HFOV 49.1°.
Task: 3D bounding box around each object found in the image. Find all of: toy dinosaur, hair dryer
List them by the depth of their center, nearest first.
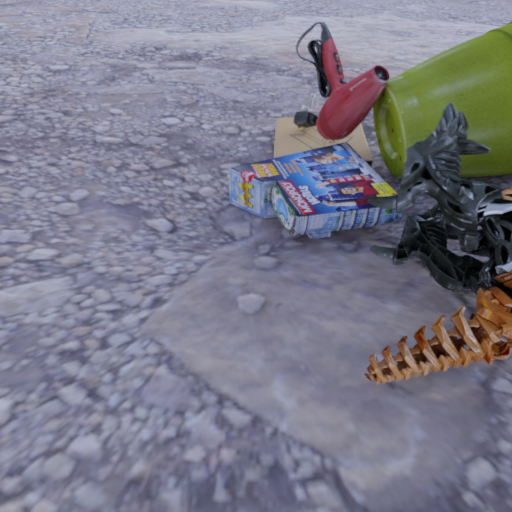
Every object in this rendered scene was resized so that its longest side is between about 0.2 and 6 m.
[{"bbox_3d":[3.431,-0.138,7.463,5.006,2.557,3.398,-20,48,-34],"label":"toy dinosaur"},{"bbox_3d":[1.550,-3.561,11.501,0.828,2.322,3.049,-13,25,-28],"label":"hair dryer"}]

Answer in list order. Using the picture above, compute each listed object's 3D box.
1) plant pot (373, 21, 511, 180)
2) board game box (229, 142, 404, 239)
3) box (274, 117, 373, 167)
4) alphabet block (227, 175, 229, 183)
[{"bbox_3d":[4.015,-2.801,11.187,2.944,3.057,3.057,-14,36,0],"label":"plant pot"},{"bbox_3d":[0.913,-1.112,10.207,2.600,0.802,2.602,-8,36,-12],"label":"board game box"},{"bbox_3d":[1.460,-2.609,12.758,2.067,0.269,2.529,-1,34,4],"label":"box"},{"bbox_3d":[-0.328,-1.461,11.070,0.336,0.338,0.344,-34,47,-18],"label":"alphabet block"}]
